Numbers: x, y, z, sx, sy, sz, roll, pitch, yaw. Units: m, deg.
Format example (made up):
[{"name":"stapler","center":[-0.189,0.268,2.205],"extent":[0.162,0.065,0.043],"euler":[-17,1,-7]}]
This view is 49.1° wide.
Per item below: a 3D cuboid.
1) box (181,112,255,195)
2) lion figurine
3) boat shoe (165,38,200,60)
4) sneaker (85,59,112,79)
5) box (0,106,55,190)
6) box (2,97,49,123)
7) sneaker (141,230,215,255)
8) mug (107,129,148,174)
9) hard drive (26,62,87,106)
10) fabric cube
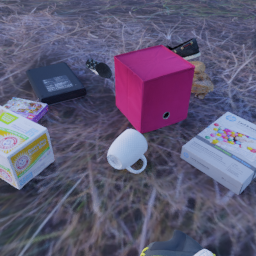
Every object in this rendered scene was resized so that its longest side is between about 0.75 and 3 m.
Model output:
[{"name":"box","center":[3.179,0.617,8.512],"extent":[2.544,0.524,1.983],"euler":[-30,48,-33]},{"name":"lion figurine","center":[2.744,-2.267,11.610],"extent":[1.631,0.965,2.663],"euler":[0,44,21]},{"name":"boat shoe","center":[1.779,-3.256,12.434],"extent":[2.711,0.850,0.992],"euler":[-13,23,21]},{"name":"sneaker","center":[-0.785,-1.767,8.545],"extent":[1.104,0.489,0.409],"euler":[38,96,35]},{"name":"box","center":[-3.592,0.427,8.124],"extent":[2.524,1.279,1.420],"euler":[22,44,24]},{"name":"box","center":[-3.827,-0.614,10.180],"extent":[1.508,0.295,1.032],"euler":[12,41,14]},{"name":"sneaker","center":[0.480,2.948,5.462],"extent":[2.629,0.979,1.112],"euler":[-15,35,-31]},{"name":"mug","center":[0.033,0.783,8.128],"extent":[1.198,0.885,1.050],"euler":[46,51,2]},{"name":"hard drive","center":[-3.033,-1.906,11.650],"extent":[1.816,0.428,2.602],"euler":[-18,43,-21]},{"name":"fabric cube","center":[0.846,-1.408,9.781],"extent":[2.022,2.054,2.061],"euler":[-18,43,-22]}]
